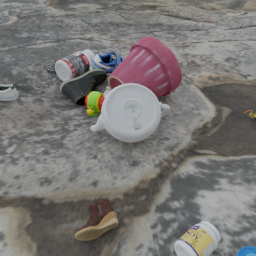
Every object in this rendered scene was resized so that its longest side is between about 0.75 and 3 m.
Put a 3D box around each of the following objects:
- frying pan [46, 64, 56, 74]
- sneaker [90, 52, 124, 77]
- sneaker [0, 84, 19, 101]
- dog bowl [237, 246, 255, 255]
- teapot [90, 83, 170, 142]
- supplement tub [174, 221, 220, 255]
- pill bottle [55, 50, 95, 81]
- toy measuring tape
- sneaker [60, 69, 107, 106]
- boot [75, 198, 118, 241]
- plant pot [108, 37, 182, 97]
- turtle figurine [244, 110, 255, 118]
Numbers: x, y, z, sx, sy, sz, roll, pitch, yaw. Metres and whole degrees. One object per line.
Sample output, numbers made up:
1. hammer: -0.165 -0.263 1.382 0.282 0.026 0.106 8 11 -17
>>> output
1. frying pan: -3.610 -2.906 14.222 0.886 0.238 1.465 -23 42 -23
2. sneaker: -0.554 -3.075 13.557 2.488 1.023 0.920 -6 50 -25
3. sneaker: -5.890 -1.592 12.183 2.091 0.740 0.764 -6 40 -8
4. dog bowl: 3.199 3.386 6.452 1.457 0.361 0.812 27 47 28
5. teapot: 0.118 -0.430 10.174 2.257 1.648 2.228 30 73 5
6. supplement tub: 1.707 2.823 6.845 0.998 0.725 0.725 -29 47 -31
7. pill bottle: -2.509 -3.091 13.698 1.107 1.107 1.910 25 46 27
8. toy measuring tape: -1.187 -1.364 11.854 0.880 0.880 2.392 11 41 13
9. sneaker: -1.674 -1.748 12.452 2.394 0.895 1.272 -30 59 -30
10. boot: -0.931 2.468 7.637 1.218 0.441 1.013 -16 30 -17
11. plant pot: 0.545 -2.097 11.648 2.297 2.566 2.566 -39 51 -18
12. turtle figurine: 5.181 -0.374 11.024 1.091 0.351 0.880 -1 46 -3
